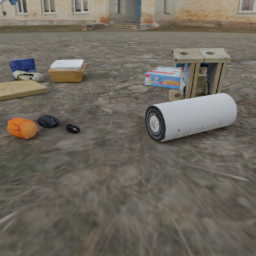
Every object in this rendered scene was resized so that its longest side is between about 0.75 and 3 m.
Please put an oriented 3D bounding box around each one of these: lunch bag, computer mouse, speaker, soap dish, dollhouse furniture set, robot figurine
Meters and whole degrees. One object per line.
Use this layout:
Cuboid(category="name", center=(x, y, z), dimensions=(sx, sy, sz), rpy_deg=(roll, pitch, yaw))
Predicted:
Cuboid(category="lunch bag", center=(-4.665, -2.600, 12.544), dimensions=(0.943, 0.918, 1.388), rpy_deg=(-16, 17, -30))
Cuboid(category="computer mouse", center=(-1.872, -0.130, 7.507), dimensions=(1.479, 0.252, 0.434), rpy_deg=(13, 25, 27))
Cuboid(category="speaker", center=(1.614, -0.291, 7.032), dimensions=(2.261, 0.918, 0.918), rpy_deg=(-12, 25, -25))
Cuboid(category="soap dish", center=(-2.713, -2.617, 12.822), dimensions=(1.474, 0.761, 1.874), rpy_deg=(-2, 22, -4))
Cuboid(category="dollhouse furniture set", center=(2.207, -2.102, 9.746), dimensions=(1.676, 1.686, 2.392), rpy_deg=(0, 37, -1))
Cuboid(category="robot figurine", center=(-2.598, 0.006, 6.892), dimensions=(0.812, 0.584, 0.473), rpy_deg=(11, 53, 25))

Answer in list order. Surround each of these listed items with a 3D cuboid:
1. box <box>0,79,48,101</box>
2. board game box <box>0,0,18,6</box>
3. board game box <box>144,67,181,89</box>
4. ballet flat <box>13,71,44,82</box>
Cuboid(category="box", center=(-4.505, -1.460, 10.723), dimensions=(2.271, 0.242, 1.857), rpy_deg=(-17, 28, -36))
Cuboid(category="board game box", center=(-3.510, -2.627, 6.146), dimensions=(2.063, 0.267, 2.063), rpy_deg=(-45, 55, -14))
Cuboid(category="board game box", center=(1.883, -2.215, 12.186), dimensions=(1.802, 0.503, 1.764), rpy_deg=(12, 26, 26))
Cuboid(category="ballet flat", center=(-4.204, -2.148, 12.001), dimensions=(1.337, 0.451, 0.417), rpy_deg=(-2, 32, -39))
